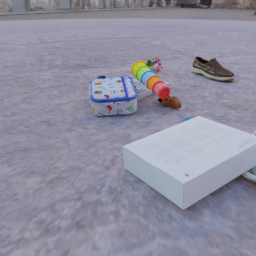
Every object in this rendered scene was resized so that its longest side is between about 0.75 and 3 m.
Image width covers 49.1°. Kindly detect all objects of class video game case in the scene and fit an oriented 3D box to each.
[{"bbox_3d":[0.341,-1.767,11.821,2.001,0.242,2.196,21,34,37],"label":"video game case"}]

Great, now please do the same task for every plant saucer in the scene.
[{"bbox_3d":[3.448,0.440,5.990,2.202,0.553,2.202,-43,11,10],"label":"plant saucer"}]

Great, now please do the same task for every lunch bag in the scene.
[{"bbox_3d":[-0.481,-1.211,9.864,1.708,0.805,2.131,-7,32,-3],"label":"lunch bag"}]

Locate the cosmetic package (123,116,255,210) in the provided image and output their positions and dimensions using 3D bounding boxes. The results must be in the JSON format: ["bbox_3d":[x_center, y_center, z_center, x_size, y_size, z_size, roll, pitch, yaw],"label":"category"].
[{"bbox_3d":[1.451,0.582,6.264,2.533,0.654,1.910,-20,26,-30],"label":"cosmetic package"}]

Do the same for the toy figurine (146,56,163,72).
[{"bbox_3d":[1.109,-3.146,14.564,0.853,0.751,1.424,-18,10,35],"label":"toy figurine"}]

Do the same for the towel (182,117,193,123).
[{"bbox_3d":[1.944,-0.076,8.492,0.690,0.102,0.941,12,30,24],"label":"towel"}]

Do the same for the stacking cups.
[{"bbox_3d":[0.884,-1.779,10.397,0.687,0.687,2.272,-11,37,-22],"label":"stacking cups"}]

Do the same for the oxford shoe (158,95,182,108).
[{"bbox_3d":[1.465,-0.892,9.900,0.429,0.430,1.204,-24,24,-16],"label":"oxford shoe"}]

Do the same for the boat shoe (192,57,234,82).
[{"bbox_3d":[3.993,-2.890,13.363,0.908,0.909,2.458,-17,31,-31],"label":"boat shoe"}]
